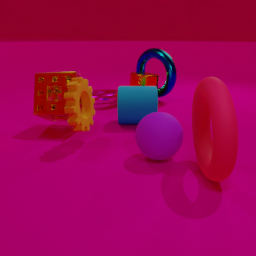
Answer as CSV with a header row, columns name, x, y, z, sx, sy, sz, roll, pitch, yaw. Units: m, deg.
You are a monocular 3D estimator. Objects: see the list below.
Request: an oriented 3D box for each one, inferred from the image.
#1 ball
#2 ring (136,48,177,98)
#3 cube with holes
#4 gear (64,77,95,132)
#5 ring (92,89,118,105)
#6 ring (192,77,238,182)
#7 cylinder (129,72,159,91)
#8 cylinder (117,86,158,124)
name,x,y,z,sx,sy,sz,roll,pitch,yaw
ball,0.698,0.177,6.280,1.072,1.072,1.072,0,19,0
ring,1.140,-2.271,11.639,2.056,2.056,0.411,18,30,41
cube with holes,-1.939,-0.877,8.179,1.167,1.167,1.167,-1,-8,6
gear,-1.173,-0.572,6.961,0.244,1.318,1.318,-2,18,15
ring,-1.189,-1.256,11.305,1.984,0.397,1.984,-4,14,1
ring,1.608,0.023,5.393,0.399,1.995,1.995,-4,19,1
cylinder,0.621,-1.608,11.286,1.161,1.161,1.161,5,17,-1
cylinder,0.294,-0.706,8.733,1.187,1.187,1.187,0,19,1
